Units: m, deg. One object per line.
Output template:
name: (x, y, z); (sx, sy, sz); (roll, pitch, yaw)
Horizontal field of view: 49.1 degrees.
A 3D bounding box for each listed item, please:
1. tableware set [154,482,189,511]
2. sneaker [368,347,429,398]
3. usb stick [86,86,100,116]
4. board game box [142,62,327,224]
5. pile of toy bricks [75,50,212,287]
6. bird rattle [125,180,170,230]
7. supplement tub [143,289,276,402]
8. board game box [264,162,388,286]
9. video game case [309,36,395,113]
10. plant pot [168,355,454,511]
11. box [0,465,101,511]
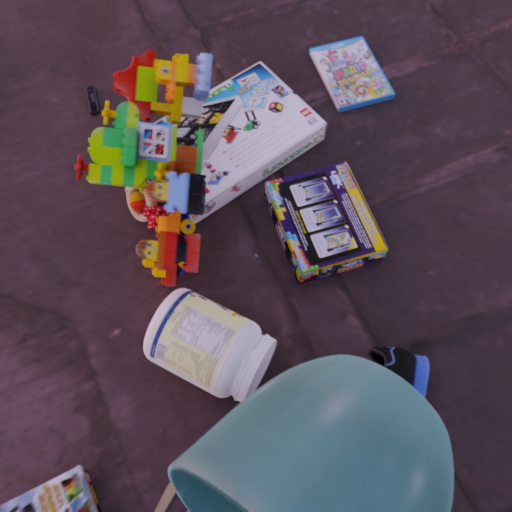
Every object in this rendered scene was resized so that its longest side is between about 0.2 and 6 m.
tableware set: (-1.090, 5.169, 7.877); (2.178, 0.660, 3.294); (24, 66, 11)
sneaker: (2.133, 2.665, 9.031); (0.994, 0.895, 2.553); (14, 56, 2)
usb stick: (-3.653, -3.469, 12.519); (0.223, 0.131, 0.804); (-16, 65, -1)
board game box: (-0.606, -2.439, 11.717); (3.572, 0.618, 2.255); (-35, 68, -16)
pile of toy bricks: (-1.975, -1.602, 9.529); (2.086, 2.344, 4.225); (4, 90, -11)
bird rattle: (-2.132, -1.059, 10.897); (0.724, 1.047, 1.285); (-31, 104, -39)
supplement tub: (-0.751, 1.503, 9.323); (1.887, 1.368, 1.368); (25, 66, 12)
board game box: (1.293, -0.660, 10.850); (1.751, 0.601, 2.119); (-15, 64, -9)
video game case: (2.178, -4.202, 12.862); (1.366, 0.170, 1.909); (-16, 64, -8)
plant pot: (0.949, 2.849, 7.089); (3.221, 3.221, 2.585); (38, 58, 17)
box: (-2.934, 4.633, 8.179); (1.692, 0.493, 2.472); (-24, 62, -12)
